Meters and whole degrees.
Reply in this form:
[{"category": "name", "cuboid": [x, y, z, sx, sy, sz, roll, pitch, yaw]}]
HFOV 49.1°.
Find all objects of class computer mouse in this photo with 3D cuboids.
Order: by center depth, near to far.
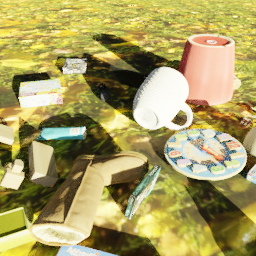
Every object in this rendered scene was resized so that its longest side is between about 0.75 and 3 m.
[{"category": "computer mouse", "cuboid": [-1.159, -1.789, 13.321, 0.539, 0.313, 1.838, -7, 33, -9]}]

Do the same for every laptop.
[{"category": "laptop", "cuboid": [0.746, -2.579, 13.612, 2.279, 1.328, 2.572, 20, 38, 27]}]

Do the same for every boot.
[{"category": "boot", "cuboid": [-0.771, 1.724, 7.189, 2.433, 0.919, 2.778, -7, 25, 14]}]

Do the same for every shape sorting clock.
[{"category": "shape sorting clock", "cuboid": [2.505, 0.742, 9.201, 2.604, 0.511, 2.604, 0, 32, 0]}]

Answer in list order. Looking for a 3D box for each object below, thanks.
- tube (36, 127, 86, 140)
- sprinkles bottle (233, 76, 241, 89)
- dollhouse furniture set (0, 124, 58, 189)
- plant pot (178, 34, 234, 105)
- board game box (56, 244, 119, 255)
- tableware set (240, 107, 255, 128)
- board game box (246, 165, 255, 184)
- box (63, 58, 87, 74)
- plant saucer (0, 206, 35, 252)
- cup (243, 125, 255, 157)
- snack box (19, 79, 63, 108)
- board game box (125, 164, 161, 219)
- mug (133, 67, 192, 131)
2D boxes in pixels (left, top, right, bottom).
[{"category": "tube", "cuboid": [-2.416, 0.196, 10.186, 1.748, 0.440, 0.677, -1, 32, 9]}, {"category": "sprinkles bottle", "cuboid": [5.166, -2.532, 14.254, 0.541, 0.541, 1.586, -3, 33, -4]}, {"category": "dollhouse furniture set", "cuboid": [-3.592, 1.268, 8.513, 2.122, 1.729, 2.018, 23, 20, -32]}, {"category": "plant pot", "cuboid": [3.577, -2.762, 12.806, 2.857, 2.528, 2.857, 0, 33, 0]}, {"category": "board game box", "cuboid": [-0.404, 3.197, 5.625, 2.588, 0.252, 1.332, 9, 35, 14]}, {"category": "tableware set", "cuboid": [5.462, -0.441, 11.242, 1.306, 0.298, 1.939, 26, 40, 34]}, {"category": "board game box", "cuboid": [4.225, 1.423, 8.365, 0.950, 0.271, 0.970, 29, 42, 36]}, {"category": "box", "cuboid": [-2.988, -3.533, 15.941, 1.228, 0.388, 1.558, -1, 32, -3]}, {"category": "plant saucer", "cuboid": [-2.863, 2.393, 6.864, 1.110, 0.266, 1.112, -14, 35, -20]}, {"category": "cup", "cuboid": [4.730, 0.288, 9.464, 1.393, 0.996, 1.393, 1, 33, 0]}, {"category": "snack box", "cuboid": [-3.948, -1.601, 12.744, 1.791, 0.606, 1.510, -7, 34, -12]}, {"category": "board game box", "cuboid": [0.399, 1.662, 7.401, 0.190, 0.915, 1.352, 28, 40, 18]}, {"category": "mug", "cuboid": [1.403, -0.851, 10.776, 2.412, 1.781, 2.115, 35, 52, 0]}]
